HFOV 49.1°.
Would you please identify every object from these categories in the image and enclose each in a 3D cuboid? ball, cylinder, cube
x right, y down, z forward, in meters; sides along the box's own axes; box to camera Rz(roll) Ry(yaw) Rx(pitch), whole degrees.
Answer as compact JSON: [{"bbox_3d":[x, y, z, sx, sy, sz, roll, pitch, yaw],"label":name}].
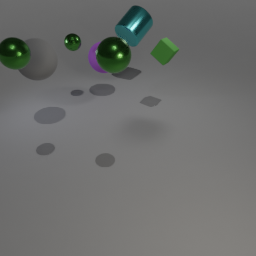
[{"bbox_3d":[-2.269,-3.520,11.497,0.700,0.700,0.700,0,32,0],"label":"ball"},{"bbox_3d":[-3.100,-2.320,9.495,1.400,1.400,1.400,0,32,0],"label":"ball"},{"bbox_3d":[-1.101,-3.203,12.705,1.400,1.400,1.400,0,32,0],"label":"ball"},{"bbox_3d":[-0.282,-1.430,5.503,0.700,0.700,0.700,0,32,0],"label":"ball"},{"bbox_3d":[-2.530,-1.655,6.236,0.700,0.700,0.700,0,32,0],"label":"ball"},{"bbox_3d":[0.291,-5.012,13.825,1.400,1.400,1.400,26,74,35],"label":"cylinder"},{"bbox_3d":[1.419,-2.947,10.774,0.700,0.700,0.700,43,34,3],"label":"cube"}]
